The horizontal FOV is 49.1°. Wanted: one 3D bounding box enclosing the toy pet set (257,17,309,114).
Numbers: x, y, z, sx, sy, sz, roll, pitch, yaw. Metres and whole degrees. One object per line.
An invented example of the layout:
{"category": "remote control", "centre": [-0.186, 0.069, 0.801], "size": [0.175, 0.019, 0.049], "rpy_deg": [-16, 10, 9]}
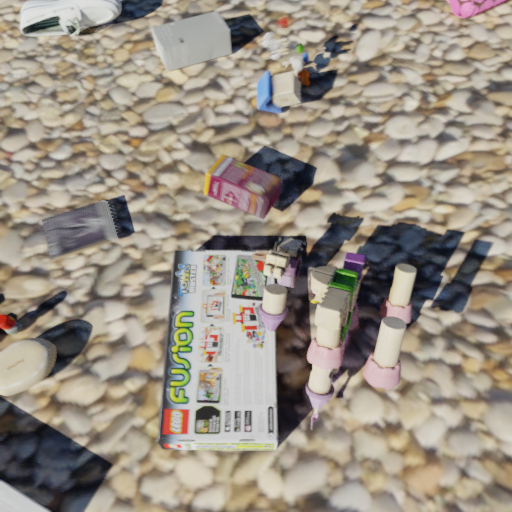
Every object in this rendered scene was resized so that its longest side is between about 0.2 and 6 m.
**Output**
{"category": "toy pet set", "centre": [0.451, -3.688, 11.323], "size": [0.847, 1.595, 1.490], "rpy_deg": [-5, 78, 22]}

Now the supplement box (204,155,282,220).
{"category": "supplement box", "centre": [-0.236, -1.231, 9.953], "size": [1.207, 0.517, 0.666], "rpy_deg": [24, 48, 10]}

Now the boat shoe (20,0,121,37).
{"category": "boat shoe", "centre": [-4.140, -5.260, 12.514], "size": [2.315, 0.851, 0.773], "rpy_deg": [-4, 67, 12]}

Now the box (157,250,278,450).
{"category": "box", "centre": [-0.530, 1.354, 8.694], "size": [1.711, 0.540, 3.109], "rpy_deg": [1, 60, 0]}

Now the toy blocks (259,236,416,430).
{"category": "toy blocks", "centre": [1.064, 1.135, 8.324], "size": [2.273, 1.914, 2.125], "rpy_deg": [14, 29, 15]}

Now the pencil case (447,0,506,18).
{"category": "pencil case", "centre": [5.343, -6.176, 13.033], "size": [1.736, 0.788, 0.813], "rpy_deg": [-25, 33, -16]}

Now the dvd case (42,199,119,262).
{"category": "dvd case", "centre": [-3.114, -0.465, 9.904], "size": [1.200, 0.096, 0.892], "rpy_deg": [-19, 62, -7]}

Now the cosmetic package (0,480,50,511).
{"category": "cosmetic package", "centre": [-3.934, 3.314, 7.513], "size": [2.359, 0.597, 0.974], "rpy_deg": [25, 63, 14]}

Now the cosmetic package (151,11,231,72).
{"category": "cosmetic package", "centre": [-1.379, -4.668, 12.162], "size": [1.545, 0.697, 0.825], "rpy_deg": [-22, 59, -10]}

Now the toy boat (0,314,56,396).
{"category": "toy boat", "centre": [-3.665, 1.477, 8.680], "size": [1.048, 0.580, 1.247], "rpy_deg": [-26, 71, -10]}
